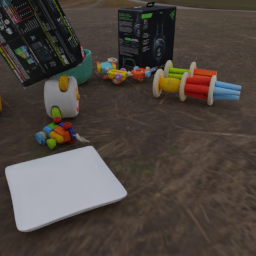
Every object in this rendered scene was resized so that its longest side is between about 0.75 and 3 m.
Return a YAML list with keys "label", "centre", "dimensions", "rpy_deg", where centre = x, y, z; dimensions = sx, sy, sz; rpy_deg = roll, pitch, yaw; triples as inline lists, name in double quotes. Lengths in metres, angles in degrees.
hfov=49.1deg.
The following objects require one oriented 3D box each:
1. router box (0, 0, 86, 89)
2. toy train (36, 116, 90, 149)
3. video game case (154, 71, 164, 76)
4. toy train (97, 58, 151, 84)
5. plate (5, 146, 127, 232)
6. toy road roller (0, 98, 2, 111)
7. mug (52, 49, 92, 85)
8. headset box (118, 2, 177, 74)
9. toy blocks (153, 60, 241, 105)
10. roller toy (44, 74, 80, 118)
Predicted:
- label: "router box"
  centre: [-2.647, -2.628, 7.602]
  dimensions: [1.986, 2.651, 0.824]
  rpy_deg: [-17, 31, 17]
- label: "toy train"
  centre: [-1.686, 0.266, 7.058]
  dimensions: [1.353, 0.573, 0.783]
  rpy_deg: [25, 47, 39]
- label: "video game case"
  centre: [1.699, -2.383, 12.520]
  dimensions: [0.728, 0.095, 0.800]
  rpy_deg: [21, 33, 33]
- label: "toy train"
  centre: [-0.272, -2.316, 11.867]
  dimensions: [2.314, 0.644, 1.738]
  rpy_deg: [27, 37, 34]
- label: "plate"
  centre: [-1.288, 1.138, 5.582]
  dimensions: [1.962, 0.318, 1.966]
  rpy_deg: [-13, 30, -24]
- label: "toy road roller"
  centre: [-4.896, -1.120, 9.145]
  dimensions: [1.373, 1.631, 2.235]
  rpy_deg: [-9, 66, -17]
- label: "mug"
  centre: [-2.444, -2.487, 11.499]
  dimensions: [1.974, 1.221, 1.622]
  rpy_deg: [7, 29, 16]
- label: "headset box"
  centre: [0.883, -4.097, 12.677]
  dimensions: [1.379, 2.973, 2.589]
  rpy_deg: [22, 34, 36]
- label: "toy blocks"
  centre: [2.592, -1.659, 10.138]
  dimensions: [2.837, 1.030, 2.364]
  rpy_deg: [11, 30, 20]
- label: "roller toy"
  centre: [-1.949, -0.955, 8.517]
  dimensions: [0.952, 1.363, 1.243]
  rpy_deg: [-3, 12, -4]
